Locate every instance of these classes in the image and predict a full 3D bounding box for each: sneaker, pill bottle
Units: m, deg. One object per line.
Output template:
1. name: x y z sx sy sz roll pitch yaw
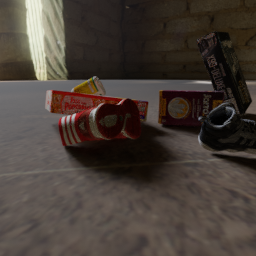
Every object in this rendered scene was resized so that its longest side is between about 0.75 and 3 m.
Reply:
1. sneaker: -0.689 -0.136 6.599 1.476 1.001 2.555 -7 -5 21
2. pill bottle: -1.777 -1.407 11.576 1.551 0.875 0.875 -27 8 9
3. sneaker: 2.224 0.008 5.374 1.755 0.999 0.662 -3 54 19

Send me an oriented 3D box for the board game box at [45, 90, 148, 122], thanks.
1. board game box: -1.086 -0.715 8.914 2.841 0.658 2.152 4 5 -21

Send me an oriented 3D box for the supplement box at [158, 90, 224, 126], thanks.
1. supplement box: 1.921 -0.625 8.592 1.889 1.042 0.809 3 8 16

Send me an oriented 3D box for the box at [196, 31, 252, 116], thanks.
1. box: 3.611 -1.997 10.276 0.731 2.940 2.318 -18 5 34
